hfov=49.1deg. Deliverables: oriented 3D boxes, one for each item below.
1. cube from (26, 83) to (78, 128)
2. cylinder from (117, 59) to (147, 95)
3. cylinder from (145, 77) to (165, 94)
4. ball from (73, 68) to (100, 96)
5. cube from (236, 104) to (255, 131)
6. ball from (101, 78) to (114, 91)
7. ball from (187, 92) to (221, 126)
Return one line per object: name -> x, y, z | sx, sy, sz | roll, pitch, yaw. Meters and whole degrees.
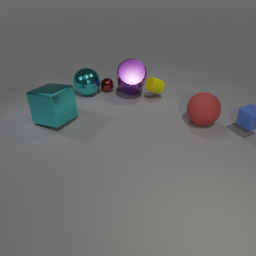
cube -> -3.167, -0.998, 11.845 | 1.400, 1.400, 1.400 | 10, 29, 28
cylinder -> 0.166, -2.521, 13.999 | 1.400, 1.400, 1.400 | 0, -13, -2
cylinder -> 1.331, -2.120, 13.900 | 0.700, 0.700, 0.700 | 10, 22, -36
ball -> -2.108, -2.353, 14.279 | 1.400, 1.400, 1.400 | 0, 32, 0
cube -> 4.754, -0.420, 10.850 | 0.700, 0.700, 0.700 | -20, 36, -23
ball -> -1.095, -2.287, 14.774 | 0.700, 0.700, 0.700 | 0, 32, 0
ball -> 3.172, -0.798, 11.733 | 1.400, 1.400, 1.400 | 0, 32, 0
